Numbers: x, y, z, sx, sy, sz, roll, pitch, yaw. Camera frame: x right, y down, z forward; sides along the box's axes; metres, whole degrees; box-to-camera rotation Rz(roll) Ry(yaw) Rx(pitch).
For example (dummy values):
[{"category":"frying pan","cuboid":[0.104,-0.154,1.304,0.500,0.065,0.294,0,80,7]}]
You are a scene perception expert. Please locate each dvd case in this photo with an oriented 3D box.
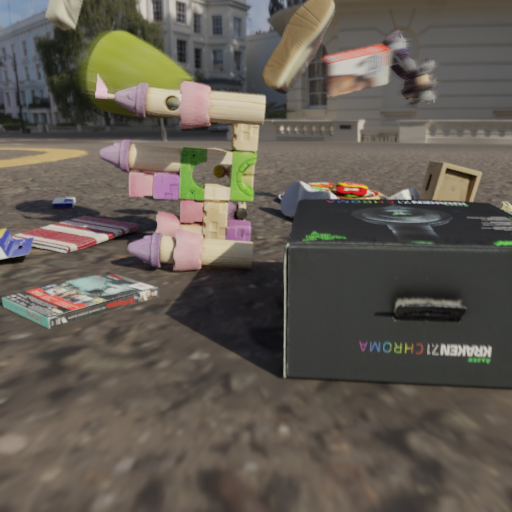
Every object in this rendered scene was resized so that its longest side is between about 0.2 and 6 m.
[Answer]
[{"category":"dvd case","cuboid":[-2.032,0.483,6.561,1.051,0.158,1.439,12,19,39]}]

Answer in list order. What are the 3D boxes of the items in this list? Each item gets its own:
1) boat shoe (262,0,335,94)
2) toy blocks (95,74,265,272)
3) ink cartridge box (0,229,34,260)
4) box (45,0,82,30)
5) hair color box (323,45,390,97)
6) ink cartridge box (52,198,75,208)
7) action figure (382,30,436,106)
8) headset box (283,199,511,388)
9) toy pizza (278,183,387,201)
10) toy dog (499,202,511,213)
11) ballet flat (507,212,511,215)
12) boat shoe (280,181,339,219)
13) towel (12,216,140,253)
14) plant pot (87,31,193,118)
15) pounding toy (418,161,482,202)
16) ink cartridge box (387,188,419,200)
[{"category":"boat shoe","cuboid":[0.827,-3.826,10.245,0.670,1.863,0.604,43,16,33]},{"category":"toy blocks","cuboid":[-1.212,-1.316,8.623,2.389,2.652,2.838,3,17,-4]},{"category":"ink cartridge box","cuboid":[-4.093,-0.135,8.425,1.312,0.308,1.297,-15,17,-15]},{"category":"box","cuboid":[-2.664,-3.654,7.904,0.282,0.825,0.339,7,-8,35]},{"category":"hair color box","cuboid":[1.928,-3.566,10.787,1.233,0.684,0.394,-16,42,-12]},{"category":"ink cartridge box","cuboid":[-4.644,-1.269,13.528,0.462,0.181,0.975,-3,12,-13]},{"category":"action figure","cuboid":[3.068,-3.675,11.201,0.549,1.583,1.030,-36,-4,-31]},{"category":"headset box","cuboid":[1.429,0.228,5.405,2.262,1.205,2.597,2,14,7]},{"category":"toy pizza","cuboid":[1.955,-1.608,14.301,2.789,0.442,2.789,0,14,0]},{"category":"toy dog","cuboid":[5.741,-1.118,12.805,0.339,0.244,0.349,19,19,18]},{"category":"ballet flat","cuboid":[3.716,-0.586,9.646,2.125,0.662,0.717,3,38,20]},{"category":"boat shoe","cuboid":[1.260,-1.016,11.619,0.798,0.810,2.285,24,0,-25]},{"category":"towel","cuboid":[-3.155,-0.378,9.937,1.339,0.211,1.858,9,18,25]},{"category":"plant pot","cuboid":[-1.716,-2.713,8.909,1.380,1.291,1.291,26,23,19]},{"category":"pounding toy","cuboid":[4.143,-1.431,12.556,1.143,1.241,0.883,11,11,-14]},{"category":"ink cartridge box","cuboid":[3.350,-1.286,12.886,0.531,0.308,0.733,-29,-8,40]}]
